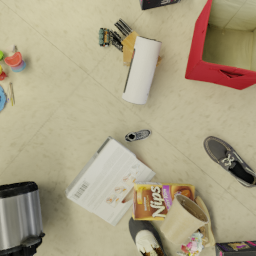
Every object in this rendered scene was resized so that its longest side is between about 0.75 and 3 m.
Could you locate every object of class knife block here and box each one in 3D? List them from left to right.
[{"bbox_3d":[0.307,-3.405,11.178,2.070,0.662,1.817,1,88,0],"label":"knife block"}]

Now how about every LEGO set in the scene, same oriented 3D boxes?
[{"bbox_3d":[2.071,4.833,10.553,1.005,1.242,2.701,16,116,11],"label":"LEGO set"}]

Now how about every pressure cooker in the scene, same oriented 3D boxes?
[{"bbox_3d":[-4.266,3.451,9.911,2.528,2.489,2.830,-7,88,-13],"label":"pressure cooker"}]

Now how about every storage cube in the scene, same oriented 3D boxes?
[{"bbox_3d":[3.686,-3.002,10.194,2.483,2.611,2.905,11,88,0],"label":"storage cube"}]

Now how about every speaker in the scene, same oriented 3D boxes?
[{"bbox_3d":[0.512,-2.143,10.438,0.975,0.975,2.400,15,111,1],"label":"speaker"}]

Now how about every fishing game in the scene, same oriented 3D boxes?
[{"bbox_3d":[-5.630,-1.187,11.259,1.961,0.305,1.404,-3,84,0],"label":"fishing game"}]

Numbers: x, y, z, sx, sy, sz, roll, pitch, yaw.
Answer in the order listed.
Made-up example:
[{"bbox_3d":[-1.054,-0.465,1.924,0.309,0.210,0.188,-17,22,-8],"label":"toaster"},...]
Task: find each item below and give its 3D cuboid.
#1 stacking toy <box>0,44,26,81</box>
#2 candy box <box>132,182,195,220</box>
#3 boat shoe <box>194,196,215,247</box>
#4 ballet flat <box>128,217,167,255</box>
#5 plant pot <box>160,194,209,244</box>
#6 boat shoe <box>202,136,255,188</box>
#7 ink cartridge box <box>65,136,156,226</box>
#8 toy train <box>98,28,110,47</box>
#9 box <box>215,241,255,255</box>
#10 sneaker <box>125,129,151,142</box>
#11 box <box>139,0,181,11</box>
[{"bbox_3d":[-4.891,-2.614,11.351,1.426,0.602,1.291,-23,61,-4],"label":"stacking toy"},{"bbox_3d":[1.345,2.802,10.724,2.300,0.649,1.342,3,88,-5],"label":"candy box"},{"bbox_3d":[2.808,3.636,10.779,0.637,0.703,1.974,-14,88,-1],"label":"boat shoe"},{"bbox_3d":[0.939,4.666,10.579,1.058,1.058,2.897,-28,87,-1],"label":"ballet flat"},{"bbox_3d":[1.863,3.285,9.854,1.425,1.425,1.304,35,101,2],"label":"plant pot"},{"bbox_3d":[4.019,1.274,10.839,2.657,0.833,0.965,45,88,2],"label":"boat shoe"},{"bbox_3d":[-0.635,2.092,10.936,2.399,0.602,2.764,40,87,-23],"label":"ink cartridge box"},{"bbox_3d":[-0.970,-3.676,11.385,0.456,0.341,0.801,-1,87,-9],"label":"toy train"},{"bbox_3d":[4.433,5.034,10.518,1.995,1.058,1.219,-4,87,1],"label":"box"},{"bbox_3d":[0.396,0.301,11.004,1.081,0.615,0.408,-15,87,-1],"label":"sneaker"},{"bbox_3d":[1.272,-5.445,11.115,1.671,1.022,0.886,-12,87,-1],"label":"box"}]
